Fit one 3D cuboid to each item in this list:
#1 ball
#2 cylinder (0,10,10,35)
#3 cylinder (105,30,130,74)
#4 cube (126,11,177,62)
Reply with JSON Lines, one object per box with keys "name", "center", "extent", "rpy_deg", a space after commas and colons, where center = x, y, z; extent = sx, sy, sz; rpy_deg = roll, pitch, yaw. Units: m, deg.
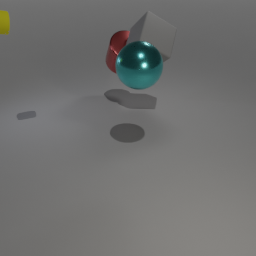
{"name": "ball", "center": [0.331, -1.826, 8.217], "extent": [1.400, 1.400, 1.400], "rpy_deg": [0, 29, 0]}
{"name": "cylinder", "center": [-4.058, -3.254, 8.583], "extent": [0.700, 0.700, 0.700], "rpy_deg": [-6, 27, -32]}
{"name": "cylinder", "center": [-0.205, -3.272, 12.273], "extent": [1.400, 1.400, 1.400], "rpy_deg": [4, 72, -12]}
{"name": "cube", "center": [0.852, -3.372, 11.021], "extent": [1.400, 1.400, 1.400], "rpy_deg": [22, -20, -23]}
